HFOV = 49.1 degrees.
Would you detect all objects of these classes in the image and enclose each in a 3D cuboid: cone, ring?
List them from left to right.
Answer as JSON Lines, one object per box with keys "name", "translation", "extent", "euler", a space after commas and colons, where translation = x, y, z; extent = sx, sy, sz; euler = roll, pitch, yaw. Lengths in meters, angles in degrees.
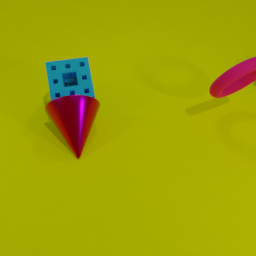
{"name": "cone", "translation": [-1.262, 0.115, 6.771], "extent": [1.355, 1.355, 1.360], "euler": [-7, 70, -8]}
{"name": "ring", "translation": [2.715, -1.221, 6.887], "extent": [1.528, 1.528, 0.306], "euler": [-20, 74, -20]}

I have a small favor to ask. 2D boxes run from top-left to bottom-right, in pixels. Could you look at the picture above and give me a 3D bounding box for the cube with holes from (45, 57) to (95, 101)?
{"name": "cube with holes", "translation": [-1.497, -1.101, 7.407], "extent": [1.056, 1.056, 1.056], "euler": [-10, 81, -9]}
